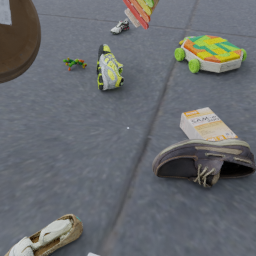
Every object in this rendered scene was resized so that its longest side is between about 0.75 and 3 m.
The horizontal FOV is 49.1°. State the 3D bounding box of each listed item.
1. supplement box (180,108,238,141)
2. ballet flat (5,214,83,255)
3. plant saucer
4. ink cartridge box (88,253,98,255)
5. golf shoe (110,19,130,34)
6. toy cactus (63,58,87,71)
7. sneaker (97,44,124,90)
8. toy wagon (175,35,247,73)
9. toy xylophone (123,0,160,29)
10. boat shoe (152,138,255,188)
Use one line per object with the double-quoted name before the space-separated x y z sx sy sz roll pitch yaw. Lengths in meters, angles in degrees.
"supplement box" 1.941 0.084 6.878 0.804 0.469 1.276 -13 42 -16
"ballet flat" -1.495 1.917 4.690 1.571 0.513 0.554 -28 48 -29
"plant saucer" -2.270 -1.696 4.398 0.294 1.998 1.998 1 30 48
"ink cartridge box" -0.142 2.495 3.974 1.283 0.561 0.932 11 42 15
"golf shoe" -0.378 -4.423 12.217 0.409 0.467 1.061 31 50 30
"toy cactus" -1.807 -2.262 9.799 0.846 0.433 0.698 1 22 6
"sneaker" -0.606 -1.979 9.193 0.806 0.795 2.108 1 50 -10
"toy wagon" 2.819 -2.859 10.287 2.171 0.554 2.798 -16 43 -18
"toy xylophone" 0.298 -3.248 6.855 0.408 1.623 1.188 -38 82 -17
"boat shoe" 1.642 0.745 5.841 2.247 0.837 0.824 -9 41 -8
